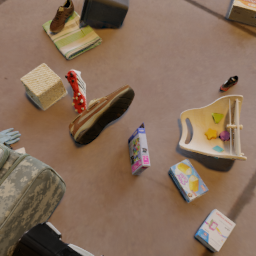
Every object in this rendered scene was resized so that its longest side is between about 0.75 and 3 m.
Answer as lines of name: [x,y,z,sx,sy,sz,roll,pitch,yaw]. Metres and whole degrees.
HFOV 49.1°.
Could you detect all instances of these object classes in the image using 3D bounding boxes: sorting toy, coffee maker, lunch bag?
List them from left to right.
lunch bag: [-3.716,2.046,8.052,2.500,2.077,2.981,23,66,22]
coffee maker: [-1.940,3.526,7.261,2.075,1.993,1.398,26,82,15]
sorting toy: [2.806,0.110,9.576,2.070,1.229,2.300,4,64,11]

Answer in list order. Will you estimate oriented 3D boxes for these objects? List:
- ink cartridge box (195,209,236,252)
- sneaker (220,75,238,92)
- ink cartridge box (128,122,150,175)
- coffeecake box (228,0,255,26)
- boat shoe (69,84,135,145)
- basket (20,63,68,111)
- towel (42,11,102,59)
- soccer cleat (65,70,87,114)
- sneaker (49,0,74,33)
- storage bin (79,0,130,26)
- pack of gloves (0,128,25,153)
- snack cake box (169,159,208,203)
ink cartridge box: [2.609,3.054,8.371,0.722,0.423,0.999,37,67,18]
sneaker: [3.938,-1.751,10.860,0.898,0.439,0.317,-33,70,-14]
ink cartridge box: [0.333,0.673,9.273,0.328,0.932,1.562,6,62,-20]
coffeecake box: [5.673,-5.747,12.735,1.620,0.771,2.110,19,64,10]
boat shoe: [-0.986,-0.625,9.820,2.702,1.022,0.998,-42,62,-9]
basket: [-3.122,-1.554,10.469,1.198,0.964,1.187,-40,68,-20]
towel: [-2.460,-4.122,12.129,1.762,0.362,2.362,-32,67,-16]
soccer cleat: [-1.792,-1.335,10.399,0.582,0.723,1.697,-15,94,31]
sneaker: [-2.926,-4.901,12.091,0.613,0.658,1.741,19,66,11]
storage bin: [-0.881,-5.922,12.194,1.877,2.034,2.794,11,62,-16]
pack of gloves: [-4.517,0.855,9.643,1.839,0.363,1.545,-14,62,-18]
snack cake box: [1.936,1.702,9.080,0.698,0.408,1.215,-25,65,-13]
